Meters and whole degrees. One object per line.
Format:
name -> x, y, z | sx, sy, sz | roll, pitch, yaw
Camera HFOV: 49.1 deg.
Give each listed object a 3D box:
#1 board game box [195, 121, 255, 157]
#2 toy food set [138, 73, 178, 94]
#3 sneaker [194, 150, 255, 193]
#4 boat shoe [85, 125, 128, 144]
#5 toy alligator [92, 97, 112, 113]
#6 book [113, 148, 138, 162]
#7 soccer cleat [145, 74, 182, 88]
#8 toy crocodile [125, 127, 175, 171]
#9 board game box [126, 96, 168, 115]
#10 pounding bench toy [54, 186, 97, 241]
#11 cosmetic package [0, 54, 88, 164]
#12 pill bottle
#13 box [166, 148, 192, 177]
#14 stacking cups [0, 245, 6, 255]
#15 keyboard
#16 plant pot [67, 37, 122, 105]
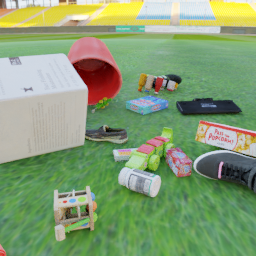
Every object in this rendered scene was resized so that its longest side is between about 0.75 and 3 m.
board game box -> 3.838, 0.448, 8.544 | 2.895, 0.670, 2.193 | 15, 6, 33
toy food set -> 1.767, -2.379, 16.282 | 2.283, 1.027, 1.090 | 14, 6, -11
sneaker -> 2.955, 1.167, 7.262 | 2.379, 0.841, 1.180 | 7, 10, 7
boat shoe -> -0.820, 0.161, 10.230 | 1.727, 0.567, 0.617 | 7, 25, 18
toy alligator -> -1.325, -1.122, 13.311 | 1.266, 0.375, 0.343 | -37, 43, -27
book -> -0.018, 0.845, 9.103 | 0.866, 0.208, 0.579 | -3, 21, -10
soccer cleat -> 2.053, -2.819, 17.283 | 2.504, 0.846, 1.015 | 2, 40, 9
toy crocodile -> 0.773, 0.692, 8.718 | 0.832, 0.761, 2.464 | 16, 28, 34
board game box -> 0.929, -1.132, 13.587 | 1.666, 0.375, 1.267 | -19, 29, -37
pounding bench toy -> -1.091, 1.874, 5.957 | 0.883, 0.703, 1.132 | -5, 23, -12
cosmetic package -> -3.161, -0.744, 9.239 | 2.943, 2.428, 2.426 | -12, 44, -27
pill bottle -> 0.296, 1.386, 7.304 | 1.003, 0.567, 0.567 | 14, 26, 29
box -> 1.500, 1.003, 8.347 | 0.449, 0.469, 0.941 | -6, 23, -13
stacking cups -> -3.256, 1.999, 5.665 | 0.734, 0.734, 2.427 | -19, 30, -39
keyboard -> 3.774, -1.034, 13.434 | 2.837, 0.364, 1.704 | -1, 29, -4
plant pot -> -1.822, -2.951, 13.673 | 2.829, 2.829, 2.503 | -3, 47, -8
